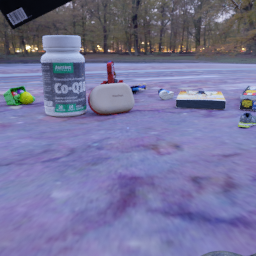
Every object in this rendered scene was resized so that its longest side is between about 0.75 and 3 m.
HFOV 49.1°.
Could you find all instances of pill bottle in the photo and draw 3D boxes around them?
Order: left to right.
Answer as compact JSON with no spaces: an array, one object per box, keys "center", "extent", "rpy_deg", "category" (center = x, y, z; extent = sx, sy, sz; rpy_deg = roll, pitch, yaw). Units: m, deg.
[{"center":[-2.005,-1.626,8.770],"extent":[1.340,2.370,1.340],"rpy_deg":[-1,15,0],"category":"pill bottle"}]

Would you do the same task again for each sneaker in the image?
[{"center":[1.428,-1.417,11.669],"extent":[0.574,0.396,1.031],"rpy_deg":[18,19,34],"category":"sneaker"},{"center":[3.278,-0.247,7.552],"extent":[0.331,0.362,0.895],"rpy_deg":[14,21,42],"category":"sneaker"}]

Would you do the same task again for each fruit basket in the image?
[{"center":[-4.008,-1.205,10.551],"extent":[1.025,0.739,1.025],"rpy_deg":[-17,11,3],"category":"fruit basket"}]

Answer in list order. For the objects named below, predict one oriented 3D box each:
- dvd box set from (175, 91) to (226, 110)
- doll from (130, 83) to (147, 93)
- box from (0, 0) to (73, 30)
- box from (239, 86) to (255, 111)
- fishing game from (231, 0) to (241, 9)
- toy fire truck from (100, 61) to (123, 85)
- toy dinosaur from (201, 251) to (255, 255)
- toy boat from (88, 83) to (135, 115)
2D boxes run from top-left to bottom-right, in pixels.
[{"center":[2.748,-1.106,10.671],"extent":[1.704,0.342,2.329],"rpy_deg":[3,16,14],"category":"dvd box set"},{"center":[0.243,-1.847,13.313],"extent":[1.029,0.365,1.508],"rpy_deg":[-1,15,36],"category":"doll"},{"center":[-2.076,-3.352,6.419],"extent":[2.041,0.805,1.440],"rpy_deg":[-29,54,-6],"category":"box"},{"center":[5.227,-1.086,10.188],"extent":[1.920,0.559,2.804],"rpy_deg":[8,17,27],"category":"box"},{"center":[2.851,-3.198,5.440],"extent":[2.119,0.329,1.517],"rpy_deg":[-22,-29,35],"category":"fishing game"},{"center":[-0.730,-2.289,12.757],"extent":[0.969,1.452,1.729],"rpy_deg":[-1,18,3],"category":"toy fire truck"},{"center":[1.317,1.236,2.179],"extent":[1.473,0.567,0.753],"rpy_deg":[-2,1,19],"category":"toy dinosaur"},{"center":[-0.608,-0.872,9.178],"extent":[1.518,0.991,0.993],"rpy_deg":[-9,-12,-31],"category":"toy boat"}]
